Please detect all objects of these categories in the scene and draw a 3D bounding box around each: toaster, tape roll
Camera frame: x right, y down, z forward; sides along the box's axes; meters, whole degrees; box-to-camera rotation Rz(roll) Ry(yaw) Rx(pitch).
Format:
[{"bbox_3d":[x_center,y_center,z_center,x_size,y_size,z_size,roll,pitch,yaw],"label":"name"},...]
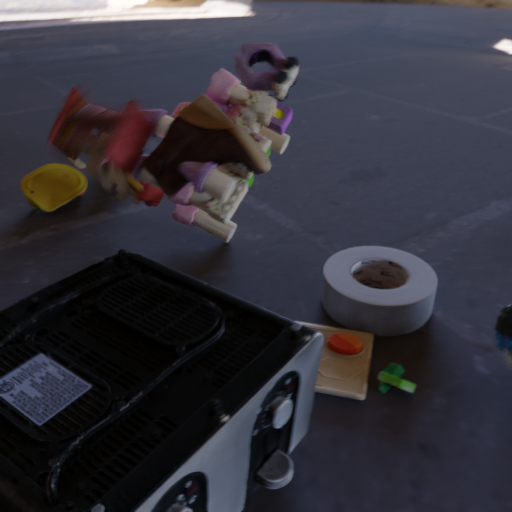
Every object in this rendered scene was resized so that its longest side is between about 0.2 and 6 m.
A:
[{"bbox_3d":[-1.520,1.638,5.822,3.506,2.080,3.170,20,36,30],"label":"toaster"},{"bbox_3d":[1.980,0.525,9.137,1.802,0.595,1.802,-1,31,0],"label":"tape roll"}]

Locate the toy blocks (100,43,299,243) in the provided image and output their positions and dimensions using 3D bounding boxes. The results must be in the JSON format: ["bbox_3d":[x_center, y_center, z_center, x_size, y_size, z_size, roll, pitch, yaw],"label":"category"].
[{"bbox_3d":[-1.030,-2.270,10.159,2.577,3.061,2.860,30,78,7],"label":"toy blocks"}]

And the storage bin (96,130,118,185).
[{"bbox_3d":[-3.367,-2.584,13.757,0.831,1.198,1.773,-3,31,-5],"label":"storage bin"}]

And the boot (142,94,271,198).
[{"bbox_3d":[-0.855,-1.560,9.379,1.997,1.661,0.722,47,12,24],"label":"boot"}]

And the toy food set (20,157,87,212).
[{"bbox_3d":[-4.464,-1.494,12.640,1.115,0.619,1.895,32,40,6],"label":"toy food set"}]

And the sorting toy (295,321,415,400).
[{"bbox_3d":[1.241,1.433,7.911,1.967,0.290,1.454,7,31,13],"label":"sorting toy"}]

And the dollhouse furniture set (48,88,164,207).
[{"bbox_3d":[-2.467,-1.880,10.575,1.422,2.643,1.075,18,78,21],"label":"dollhouse furniture set"}]

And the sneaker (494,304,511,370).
[{"bbox_3d":[4.930,1.452,7.228,3.512,1.317,1.522,23,26,27],"label":"sneaker"}]
